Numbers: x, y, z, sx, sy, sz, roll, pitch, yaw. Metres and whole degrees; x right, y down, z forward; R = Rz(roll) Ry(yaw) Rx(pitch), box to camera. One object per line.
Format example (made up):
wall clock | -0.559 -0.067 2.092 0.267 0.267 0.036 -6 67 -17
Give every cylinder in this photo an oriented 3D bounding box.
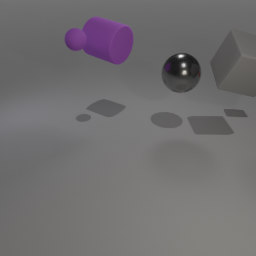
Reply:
cylinder | -0.750 -3.177 10.179 1.400 1.400 1.400 26 37 27

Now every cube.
cube | 3.714 -2.069 9.024 1.400 1.400 1.400 10 50 -13

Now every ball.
ball | -1.675 -2.828 8.963 0.700 0.700 0.700 0 29 0
ball | 1.891 -1.947 9.966 1.400 1.400 1.400 0 29 0
